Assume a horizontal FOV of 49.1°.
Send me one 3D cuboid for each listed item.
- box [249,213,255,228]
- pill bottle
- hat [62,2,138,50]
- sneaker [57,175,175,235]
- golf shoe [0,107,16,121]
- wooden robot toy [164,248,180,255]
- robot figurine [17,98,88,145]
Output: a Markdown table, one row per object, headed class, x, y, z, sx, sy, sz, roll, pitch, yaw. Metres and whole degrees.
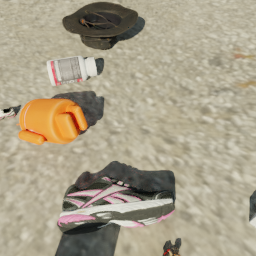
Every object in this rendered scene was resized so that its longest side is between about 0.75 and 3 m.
| class | x | y | z | sx | sy | sz | roll | pitch | yaw |
| --- | --- | --- | --- | --- | --- | --- | --- | --- | --- |
| box | 3.767 | 2.164 | 6.981 | 0.853 | 0.596 | 1.121 | 38 | 62 | 24 |
| pill bottle | -1.944 | -2.040 | 9.838 | 1.616 | 0.894 | 0.894 | -11 | 55 | -7 |
| hat | -0.996 | -3.778 | 10.868 | 2.932 | 1.183 | 2.932 | -2 | 44 | 1 |
| sneaker | -0.287 | 1.720 | 6.975 | 2.926 | 1.175 | 1.263 | -4 | 53 | -5 |
| golf shoe | -4.100 | -0.459 | 9.002 | 0.884 | 0.407 | 0.321 | -18 | 57 | -11 |
| wooden robot toy | 1.028 | 2.961 | 6.386 | 0.809 | 0.367 | 0.356 | -24 | 74 | -46 |
| robot figurine | -2.230 | -0.213 | 8.055 | 2.218 | 1.293 | 1.595 | 5 | 74 | 36 |
